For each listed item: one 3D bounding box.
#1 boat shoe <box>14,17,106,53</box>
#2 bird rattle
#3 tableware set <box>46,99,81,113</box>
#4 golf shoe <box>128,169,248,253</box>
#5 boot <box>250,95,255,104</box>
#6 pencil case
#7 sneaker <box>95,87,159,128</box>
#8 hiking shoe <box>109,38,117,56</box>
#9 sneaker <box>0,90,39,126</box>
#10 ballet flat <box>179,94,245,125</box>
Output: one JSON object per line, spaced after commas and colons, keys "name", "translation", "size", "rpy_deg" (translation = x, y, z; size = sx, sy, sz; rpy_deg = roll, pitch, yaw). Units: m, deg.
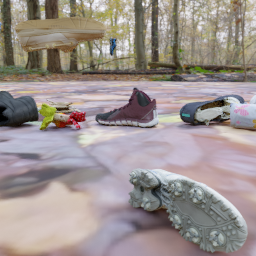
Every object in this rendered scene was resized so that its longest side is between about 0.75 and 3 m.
{"name": "boat shoe", "translation": [-2.205, -3.085, 9.517], "size": [2.963, 1.025, 1.092], "rpy_deg": [-3, 40, -5]}
{"name": "bird rattle", "translation": [-1.817, -0.280, 7.773], "size": [1.274, 0.717, 1.038], "rpy_deg": [0, -5, -15]}
{"name": "tableware set", "translation": [-2.781, -0.931, 11.442], "size": [1.375, 0.417, 2.080], "rpy_deg": [-4, 12, -19]}
{"name": "golf shoe", "translation": [0.659, 0.720, 2.921], "size": [0.724, 0.583, 1.488], "rpy_deg": [-1, 11, -34]}
{"name": "boot", "translation": [5.136, -0.777, 9.631], "size": [2.199, 0.809, 1.051], "rpy_deg": [-8, 8, -40]}
{"name": "pencil case", "translation": [3.618, -0.298, 7.466], "size": [1.726, 0.718, 0.783], "rpy_deg": [9, 34, 33]}
{"name": "sneaker", "translation": [-0.035, -0.635, 8.175], "size": [1.928, 1.114, 0.730], "rpy_deg": [3, 12, 15]}
{"name": "hiking shoe", "translation": [-0.644, -3.531, 12.244], "size": [0.335, 0.773, 0.287], "rpy_deg": [0, 23, -7]}
{"name": "sneaker", "translation": [-3.868, -0.557, 8.453], "size": [2.578, 0.979, 1.170], "rpy_deg": [4, 21, 38]}
{"name": "ballet flat", "translation": [2.730, -0.518, 8.447], "size": [2.379, 0.869, 0.869], "rpy_deg": [-10, 14, -17]}
